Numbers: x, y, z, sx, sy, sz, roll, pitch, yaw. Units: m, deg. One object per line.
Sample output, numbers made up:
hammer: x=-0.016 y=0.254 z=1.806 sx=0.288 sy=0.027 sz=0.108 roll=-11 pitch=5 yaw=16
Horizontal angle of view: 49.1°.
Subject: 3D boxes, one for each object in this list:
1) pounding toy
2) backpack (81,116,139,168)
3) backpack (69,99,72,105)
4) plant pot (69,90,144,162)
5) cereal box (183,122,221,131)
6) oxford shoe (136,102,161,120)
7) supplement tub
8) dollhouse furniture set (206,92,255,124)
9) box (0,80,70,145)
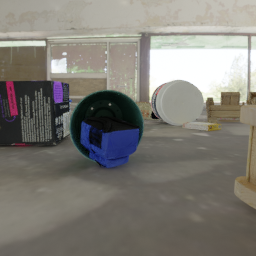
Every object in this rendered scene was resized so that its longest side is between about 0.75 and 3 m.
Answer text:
pounding toy: x=2.431 y=-0.108 z=2.179 sx=2.934 sy=1.683 sz=1.677 roll=1 pitch=11 yaw=5
backpack: x=-0.341 y=0.166 z=4.046 sx=0.638 sy=0.659 sz=0.786 roll=0 pitch=18 yaw=-41
backpack: x=-3.147 y=-0.937 z=10.656 sx=2.162 sy=1.666 sz=2.060 roll=-2 pitch=16 yaw=-44
plant pot: x=-0.364 y=-0.082 z=4.456 sx=1.087 sy=1.087 sz=0.872 roll=-1 pitch=10 yaw=-9
cereal box: x=2.255 y=-0.060 z=8.581 sx=0.688 sy=0.189 sz=0.956 roll=-5 pitch=8 yaw=-39
oxford shoe: x=0.835 y=-0.725 z=12.150 sx=2.171 sy=0.768 sz=0.801 roll=0 pitch=11 yaw=14
supplement tub: x=1.710 y=-0.923 z=10.061 sx=1.578 sy=1.578 sz=2.249 roll=0 pitch=6 yaw=-3
dollhouse furniture set: x=3.877 y=-0.308 z=10.088 sx=2.067 sy=1.183 sz=2.423 roll=1 pitch=30 yaw=13
box: x=-2.631 y=-0.357 z=6.141 sx=2.460 sy=1.305 sz=1.504 roll=0 pitch=6 yaw=2
